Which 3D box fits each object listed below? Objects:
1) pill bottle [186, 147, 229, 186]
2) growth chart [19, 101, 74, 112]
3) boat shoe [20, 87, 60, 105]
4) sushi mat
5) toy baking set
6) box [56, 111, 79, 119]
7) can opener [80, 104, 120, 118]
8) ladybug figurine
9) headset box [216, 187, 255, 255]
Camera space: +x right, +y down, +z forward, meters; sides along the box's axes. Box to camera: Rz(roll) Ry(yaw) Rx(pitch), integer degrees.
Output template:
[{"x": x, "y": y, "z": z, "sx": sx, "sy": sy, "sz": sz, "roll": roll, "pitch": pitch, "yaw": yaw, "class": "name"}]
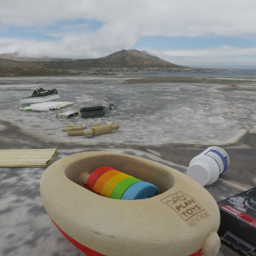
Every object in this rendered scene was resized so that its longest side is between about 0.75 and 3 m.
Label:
[{"x": 1.716, "y": 0.843, "z": 6.065, "sx": 0.647, "sy": 0.647, "sz": 1.166, "roll": 9, "pitch": 16, "yaw": 34, "class": "pill bottle"}, {"x": -4.358, "y": -1.243, "z": 15.555, "sx": 1.965, "sy": 0.241, "sz": 2.715, "roll": 5, "pitch": 14, "yaw": 18, "class": "growth chart"}, {"x": -5.253, "y": -1.918, "z": 16.540, "sx": 0.967, "sy": 0.871, "sz": 2.735, "roll": -11, "pitch": 8, "yaw": 33, "class": "boat shoe"}, {"x": -3.225, "y": 0.778, "z": 7.410, "sx": 2.507, "sy": 0.152, "sz": 1.200, "roll": -1, "pitch": 13, "yaw": -2, "class": "sushi mat"}, {"x": -1.316, "y": -0.099, "z": 10.700, "sx": 2.513, "sy": 0.292, "sz": 1.929, "roll": -11, "pitch": 17, "yaw": -38, "class": "toy baking set"}, {"x": -2.828, "y": -0.633, "z": 13.148, "sx": 0.572, "sy": 0.180, "sz": 1.039, "roll": 5, "pitch": 15, "yaw": 20, "class": "box"}, {"x": -1.326, "y": -0.724, "z": 13.221, "sx": 1.926, "sy": 0.514, "sz": 0.644, "roll": -8, "pitch": -24, "yaw": -21, "class": "can opener"}, {"x": -0.082, "y": 1.136, "z": 3.972, "sx": 1.983, "sy": 1.051, "sz": 2.921, "roll": -11, "pitch": 18, "yaw": -39, "class": "ladybug figurine"}, {"x": 1.987, "y": 1.386, "z": 4.000, "sx": 1.462, "sy": 0.565, "sz": 1.088, "roll": -10, "pitch": 17, "yaw": -32, "class": "headset box"}]
